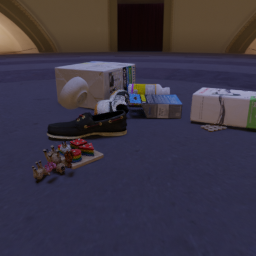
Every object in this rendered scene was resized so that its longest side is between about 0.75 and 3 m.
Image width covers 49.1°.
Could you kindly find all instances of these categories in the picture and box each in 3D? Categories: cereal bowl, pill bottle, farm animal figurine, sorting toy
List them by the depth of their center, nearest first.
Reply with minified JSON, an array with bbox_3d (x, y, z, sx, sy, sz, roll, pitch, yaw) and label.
[{"bbox_3d":[-1.903,0.907,7.199,1.091,0.569,1.079,-19,31,-14],"label":"farm animal figurine"},{"bbox_3d":[-1.452,0.685,8.086,1.070,0.375,1.077,18,26,41],"label":"sorting toy"},{"bbox_3d":[-1.827,-1.167,9.992,0.516,1.240,1.240,33,30,16],"label":"cereal bowl"},{"bbox_3d":[1.014,-1.631,13.712,1.987,1.036,1.036,2,19,4],"label":"pill bottle"}]

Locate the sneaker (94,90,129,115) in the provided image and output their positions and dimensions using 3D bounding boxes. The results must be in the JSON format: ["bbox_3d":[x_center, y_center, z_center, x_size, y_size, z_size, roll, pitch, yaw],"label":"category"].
[{"bbox_3d":[-0.388,-0.876,12.004,1.113,0.961,2.540,16,32,20],"label":"sneaker"}]

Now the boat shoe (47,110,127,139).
[{"bbox_3d":[-1.421,-0.154,9.815,2.802,0.878,1.025,-5,21,-10],"label":"boat shoe"}]

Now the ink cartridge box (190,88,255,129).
[{"bbox_3d":[4.070,-0.858,11.240,2.709,1.138,1.971,9,18,24],"label":"ink cartridge box"}]

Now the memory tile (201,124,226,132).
[{"bbox_3d":[3.221,-0.015,10.567,0.833,0.070,0.639,-10,21,-24],"label":"memory tile"}]

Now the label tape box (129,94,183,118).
[{"bbox_3d":[1.148,-0.983,12.312,2.178,0.689,1.570,1,21,-1],"label":"label tape box"}]

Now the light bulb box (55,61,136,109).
[{"bbox_3d":[-1.558,-2.284,14.300,2.965,1.867,2.991,11,22,29],"label":"light bulb box"}]
